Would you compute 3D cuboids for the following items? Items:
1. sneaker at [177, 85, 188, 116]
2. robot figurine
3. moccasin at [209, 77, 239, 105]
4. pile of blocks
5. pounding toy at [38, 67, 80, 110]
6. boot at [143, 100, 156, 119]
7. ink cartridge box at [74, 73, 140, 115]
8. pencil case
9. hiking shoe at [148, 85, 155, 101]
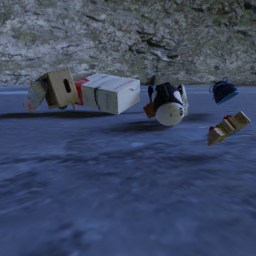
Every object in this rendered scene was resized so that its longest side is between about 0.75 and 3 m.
[{"bbox_3d":[1.844,-0.936,9.581,0.447,1.103,0.415,13,-18,-38],"label":"sneaker"},{"bbox_3d":[1.152,-0.702,8.047,1.008,0.837,1.342,18,45,-28],"label":"robot figurine"},{"bbox_3d":[3.334,-1.306,10.117,0.912,0.773,2.266,-28,-3,8],"label":"moccasin"},{"bbox_3d":[1.776,-0.019,5.120,1.062,0.330,0.436,-22,-25,-26],"label":"pile of blocks"},{"bbox_3d":[-2.499,-1.358,10.775,1.177,1.656,1.524,-24,12,-30],"label":"pounding toy"},{"bbox_3d":[0.955,-0.473,8.793,0.718,0.925,0.355,-35,22,2],"label":"boot"},{"bbox_3d":[-0.828,-1.409,11.058,2.209,0.925,1.594,15,33,32],"label":"ink cartridge box"},{"bbox_3d":[-3.499,-1.194,10.490,0.679,1.497,0.622,30,49,-12],"label":"pencil case"},{"bbox_3d":[0.960,-1.214,11.187,0.372,1.000,0.433,-16,-4,23],"label":"hiking shoe"}]
